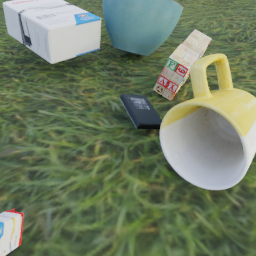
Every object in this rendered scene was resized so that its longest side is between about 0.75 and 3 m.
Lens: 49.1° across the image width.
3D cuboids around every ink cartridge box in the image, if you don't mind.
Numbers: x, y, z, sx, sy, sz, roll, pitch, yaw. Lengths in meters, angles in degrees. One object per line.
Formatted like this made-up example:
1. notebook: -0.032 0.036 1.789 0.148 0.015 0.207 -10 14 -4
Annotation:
1. ink cartridge box: -2.644 -3.549 9.773 2.071 1.206 2.865 -29 52 -36
2. ink cartridge box: -1.846 1.568 4.187 0.298 0.515 0.887 4 -1 9

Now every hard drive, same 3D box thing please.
1. hard drive: 0.362 -0.431 7.263 0.826 0.195 1.183 2 43 -33

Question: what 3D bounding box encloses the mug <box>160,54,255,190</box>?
1. mug: 1.936 -0.135 5.584 1.781 2.224 1.826 36 44 26

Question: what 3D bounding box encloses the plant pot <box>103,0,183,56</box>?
1. plant pot: 0.345 -3.859 10.535 2.953 1.989 2.953 14 16 -4

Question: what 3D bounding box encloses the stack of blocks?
1. stack of blocks: 1.729 -2.004 8.746 0.650 1.278 2.219 33 49 8
